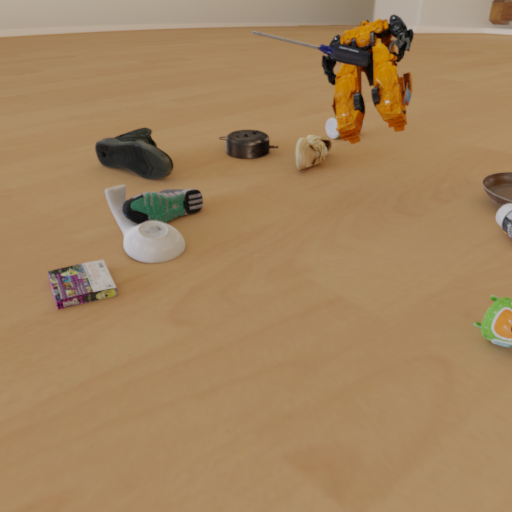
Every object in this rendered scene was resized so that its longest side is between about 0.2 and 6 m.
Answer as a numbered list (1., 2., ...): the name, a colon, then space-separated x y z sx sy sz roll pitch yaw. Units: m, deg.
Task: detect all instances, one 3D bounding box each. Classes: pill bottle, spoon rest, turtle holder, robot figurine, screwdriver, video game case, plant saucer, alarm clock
1. pill bottle: 2.699 -3.912 16.883 1.109 0.616 0.616 -17 33 -29
2. pill bottle: 5.084 -0.574 10.702 0.610 0.610 1.049 -5 28 -8
3. spoon rest: -2.207 -0.526 10.767 1.112 0.679 2.239 -20 47 -31
4. turtle holder: 3.554 1.004 7.829 0.694 0.914 0.649 -46 43 -11
5. robot figurine: 2.300 -3.675 11.438 1.947 0.781 2.685 -10 62 27
6. screwdriver: 0.856 -3.332 8.785 1.934 0.281 0.270 22 5 9
7. video game case: -2.875 0.450 9.239 0.954 0.188 1.052 -13 31 -22
8. plant saucer: 5.932 -1.317 12.102 2.046 0.328 2.046 1 28 0
9. alarm clock: -0.375 -3.177 15.615 1.811 0.603 1.222 21 35 39

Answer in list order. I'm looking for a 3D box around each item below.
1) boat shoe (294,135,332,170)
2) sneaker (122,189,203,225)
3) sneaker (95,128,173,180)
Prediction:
1. boat shoe: 1.514 -2.748 14.592 0.700 0.746 2.023 4 27 19
2. sneaker: -2.049 -1.040 11.662 1.884 0.701 0.825 -12 18 -42
3. sneaker: -2.782 -2.672 14.211 2.532 0.968 1.451 16 38 38
